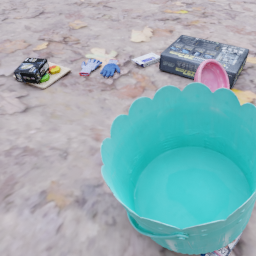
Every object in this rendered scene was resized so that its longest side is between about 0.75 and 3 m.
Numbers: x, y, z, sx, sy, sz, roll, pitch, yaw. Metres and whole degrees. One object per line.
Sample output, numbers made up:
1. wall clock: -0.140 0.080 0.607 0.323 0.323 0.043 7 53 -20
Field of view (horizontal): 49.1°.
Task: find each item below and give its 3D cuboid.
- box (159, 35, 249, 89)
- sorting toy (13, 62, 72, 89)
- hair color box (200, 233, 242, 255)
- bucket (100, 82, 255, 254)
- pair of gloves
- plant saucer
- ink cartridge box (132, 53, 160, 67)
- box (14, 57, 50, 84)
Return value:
1. box: 3.056 -2.753 11.231 2.976 0.759 2.346 20 42 21
2. sorting toy: -3.317 -2.170 10.884 1.577 0.311 1.704 22 44 24
3. hair color box: 1.846 2.283 5.530 0.428 0.259 0.856 31 48 32
4. bucket: 1.086 0.816 5.404 3.011 1.959 3.011 -9 47 10
5. pair of gloves: -1.101 -2.427 11.302 1.720 0.196 1.383 7 42 10
6. plant saucer: 2.736 -1.450 9.285 1.594 1.594 0.404 -32 15 -33
7. ink cartridge box: 0.760 -2.835 11.758 1.182 0.232 0.588 -25 46 -29
8. box: -3.535 -2.143 10.356 0.852 0.448 1.040 8 45 13
